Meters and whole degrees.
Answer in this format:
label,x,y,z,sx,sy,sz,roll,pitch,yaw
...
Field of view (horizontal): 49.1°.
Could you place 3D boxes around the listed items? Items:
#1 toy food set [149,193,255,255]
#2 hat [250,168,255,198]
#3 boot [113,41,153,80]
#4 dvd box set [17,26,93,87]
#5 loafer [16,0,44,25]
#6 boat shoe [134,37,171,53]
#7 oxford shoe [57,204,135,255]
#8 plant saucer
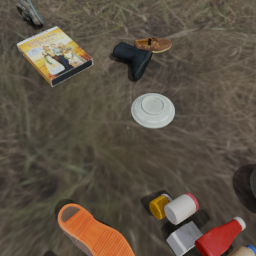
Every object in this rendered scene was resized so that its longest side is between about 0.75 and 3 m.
label,x,y,z,sx,sy,sz,roll,pitch,yaw
toy food set,1.727,2.313,5.974,1.195,1.268,2.656,-23,58,-26
hat,3.688,1.662,6.767,1.641,0.662,1.641,1,47,-1
boot,0.037,-2.304,9.505,1.262,0.574,1.502,19,52,9
dvd box set,-2.575,-2.590,9.848,1.701,0.342,2.325,-33,62,-22
loafer,-3.909,-4.539,11.075,0.645,0.737,2.052,-33,53,0
boat shoe,0.897,-3.002,10.050,1.420,0.479,0.511,-10,56,-7
oxford shoe,-0.680,2.515,6.193,2.113,0.770,0.753,43,56,5
plant saucer,0.767,-0.616,8.508,1.341,0.337,1.341,0,55,0
